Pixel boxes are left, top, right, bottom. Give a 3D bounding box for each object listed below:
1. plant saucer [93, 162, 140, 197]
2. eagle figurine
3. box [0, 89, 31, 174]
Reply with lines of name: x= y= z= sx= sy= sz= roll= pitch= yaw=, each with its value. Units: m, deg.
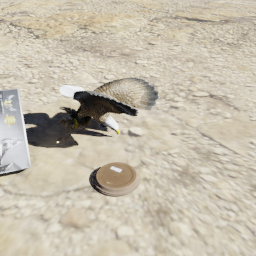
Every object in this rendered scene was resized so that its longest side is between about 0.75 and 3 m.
plant saucer: x=-0.264 y=1.131 z=6.444 sx=1.100 sy=0.162 sz=1.100 roll=-1 pitch=32 yaw=0
eagle figurine: x=-0.619 y=-0.614 z=7.508 sx=1.865 sy=2.471 sz=1.875 roll=28 pitch=45 yaw=-38
box: x=-3.174 y=0.132 z=6.493 sx=1.510 sy=1.907 sz=0.461 roll=-9 pitch=-3 yaw=-15
